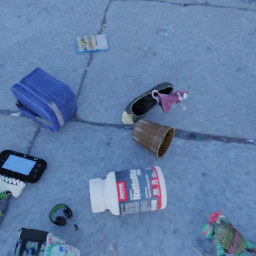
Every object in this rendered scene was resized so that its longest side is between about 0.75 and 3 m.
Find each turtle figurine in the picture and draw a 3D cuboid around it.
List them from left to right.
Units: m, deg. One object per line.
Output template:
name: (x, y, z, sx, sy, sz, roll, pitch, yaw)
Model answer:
turtle figurine: (2.902, 3.400, 8.174, 2.346, 1.181, 1.756, 29, 61, 11)

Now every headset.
headset: (-2.014, 2.900, 8.981, 1.085, 0.510, 0.670, 22, 55, 32)

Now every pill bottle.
pill bottle: (-0.027, 2.021, 8.908, 2.281, 1.364, 1.364, -7, 57, -5)

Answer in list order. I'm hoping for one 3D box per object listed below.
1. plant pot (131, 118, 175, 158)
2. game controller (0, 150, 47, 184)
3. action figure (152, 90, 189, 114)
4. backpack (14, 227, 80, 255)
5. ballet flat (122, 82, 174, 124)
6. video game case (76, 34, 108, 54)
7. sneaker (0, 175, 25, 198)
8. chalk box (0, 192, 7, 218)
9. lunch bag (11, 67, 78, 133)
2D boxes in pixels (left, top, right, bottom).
plant pot: (0.874, 0.288, 10.233, 1.224, 1.237, 1.237, 26, 60, 25)
game controller: (-3.847, 1.341, 9.941, 1.867, 0.393, 0.974, 15, 58, 9)
action figure: (1.641, -1.083, 10.252, 1.262, 0.845, 0.940, -28, 57, -11)
backpack: (-2.236, 3.955, 7.258, 1.690, 1.992, 2.244, 7, 61, 11)
ballet flat: (0.734, -1.010, 10.971, 2.425, 0.689, 0.806, -38, 96, 2)
video game case: (-1.778, -4.136, 13.759, 1.524, 0.136, 1.090, -7, 57, -5)
sneaker: (-4.268, 1.943, 9.490, 1.465, 0.550, 0.594, 12, 66, 9)
chalk box: (-4.691, 2.490, 8.803, 1.641, 1.024, 1.017, -32, 62, -21)
lunch bag: (-3.327, -1.056, 10.784, 2.409, 1.637, 1.594, 31, 62, 19)
